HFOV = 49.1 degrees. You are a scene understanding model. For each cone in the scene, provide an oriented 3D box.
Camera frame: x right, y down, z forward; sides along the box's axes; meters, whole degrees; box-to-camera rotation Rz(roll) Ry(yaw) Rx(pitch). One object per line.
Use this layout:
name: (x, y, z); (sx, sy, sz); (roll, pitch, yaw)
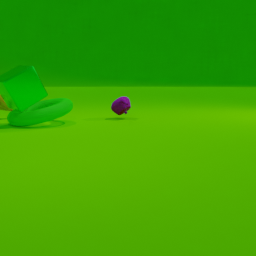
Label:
cone: (-4.267, -0.821, 9.618); (0.922, 0.918, 0.918); (39, -11, -28)

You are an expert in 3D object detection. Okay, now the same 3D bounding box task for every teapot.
teapot: (-0.197, -0.736, 9.639); (0.718, 0.566, 1.155); (-29, -11, -20)

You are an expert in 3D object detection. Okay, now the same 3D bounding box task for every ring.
ring: (-2.654, -0.513, 8.537); (1.969, 0.394, 1.969); (-10, 17, 3)

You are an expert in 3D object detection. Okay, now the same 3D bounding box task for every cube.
cube: (-3.095, -1.154, 8.054); (0.961, 0.961, 0.961); (-40, 34, -29)
